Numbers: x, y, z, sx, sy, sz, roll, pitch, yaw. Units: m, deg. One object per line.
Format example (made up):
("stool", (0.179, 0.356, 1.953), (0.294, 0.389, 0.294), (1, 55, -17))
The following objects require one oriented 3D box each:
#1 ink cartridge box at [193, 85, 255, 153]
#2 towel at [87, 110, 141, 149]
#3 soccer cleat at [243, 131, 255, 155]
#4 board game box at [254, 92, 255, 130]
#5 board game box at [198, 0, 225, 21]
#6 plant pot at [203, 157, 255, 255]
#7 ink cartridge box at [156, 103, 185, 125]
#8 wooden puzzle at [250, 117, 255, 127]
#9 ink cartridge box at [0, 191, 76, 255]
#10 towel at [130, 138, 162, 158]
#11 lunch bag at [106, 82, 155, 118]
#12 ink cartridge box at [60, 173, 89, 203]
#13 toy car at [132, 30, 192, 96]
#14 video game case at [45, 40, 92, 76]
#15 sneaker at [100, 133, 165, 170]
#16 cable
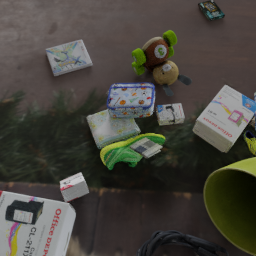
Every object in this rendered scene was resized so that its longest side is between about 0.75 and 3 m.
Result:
("ink cartridge box", (3.682, -0.361, 10.576), (1.529, 0.895, 2.115), (35, 68, 18))
("towel", (-0.553, -0.079, 10.669), (1.725, 0.415, 1.477), (-18, 55, -11))
("soccer cleat", (4.616, 0.577, 10.311), (0.346, 0.448, 1.071), (-21, 63, -11))
("board game box", (5.597, -0.581, 10.875), (1.265, 0.322, 1.870), (16, 58, 0))
("board game box", (4.187, -5.938, 14.120), (0.849, 0.177, 1.255), (-18, 63, -10))
("plant pot", (4.283, 1.922, 8.564), (2.862, 2.678, 2.678), (-22, 61, -34))
("ink cartridge box", (1.652, -0.538, 10.957), (0.969, 0.405, 0.703), (-6, 61, -4))
("wooden puzzle", (5.321, -0.178, 10.898), (0.886, 0.165, 0.819), (38, 67, 19))
("ink cartridge box", (-3.239, 3.125, 8.470), (2.795, 1.157, 2.037), (8, 61, 5))
("towel", (0.559, 0.615, 8.621), (0.749, 0.134, 0.778), (28, 40, 36))
("lunch bag", (0.088, -1.113, 10.593), (1.852, 0.700, 1.484), (2, 55, 11))
("ink cartridge box", (-1.773, 1.919, 9.158), (0.798, 1.099, 0.458), (-22, 100, -13))
("toy car", (1.500, -2.414, 11.408), (1.841, 1.768, 2.241), (-32, 76, -7))
("video game case", (-2.667, -3.177, 12.560), (1.739, 0.191, 1.585), (-19, 62, -10))
("sneaker", (0.229, 0.861, 10.037), (2.389, 0.885, 0.998), (-18, 78, -8))
("cable", (1.540, 4.268, 8.201), (2.800, 0.711, 2.285), (15, 67, 6))
